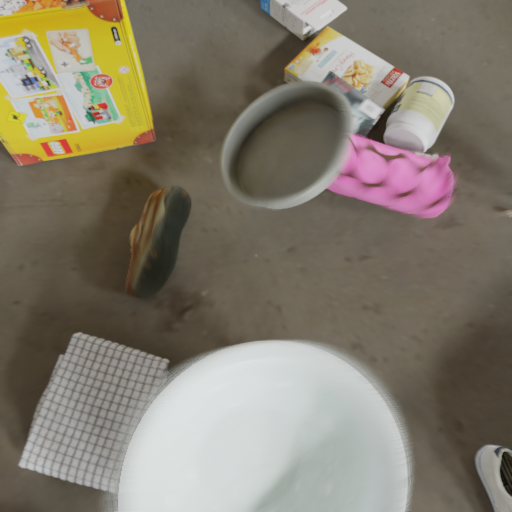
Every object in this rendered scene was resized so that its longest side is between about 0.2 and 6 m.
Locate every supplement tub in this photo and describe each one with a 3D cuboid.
[{"bbox_3d":[2.996,-2.549,10.387,0.945,0.945,1.304,27,69,11],"label":"supplement tub"}]

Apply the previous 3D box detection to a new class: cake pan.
[{"bbox_3d":[0.497,-1.745,9.038,2.337,0.429,2.337,-14,60,25],"label":"cake pan"}]

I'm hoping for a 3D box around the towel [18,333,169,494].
[{"bbox_3d":[-2.311,2.321,8.342,1.682,0.869,2.031,13,69,7],"label":"towel"}]

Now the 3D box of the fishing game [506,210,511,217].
[{"bbox_3d":[5.315,-1.397,8.845,2.012,2.810,0.437,10,57,11],"label":"fishing game"}]

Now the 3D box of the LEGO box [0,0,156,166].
[{"bbox_3d":[-3.298,-3.163,9.229,2.648,3.556,1.372,-11,69,-6],"label":"LEGO box"}]

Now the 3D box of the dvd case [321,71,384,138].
[{"bbox_3d":[1.336,-2.312,10.229,1.251,0.189,1.713,35,95,0],"label":"dvd case"}]

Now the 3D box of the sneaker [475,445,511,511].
[{"bbox_3d":[3.725,3.614,7.848,0.700,0.679,1.918,-22,68,-9],"label":"sneaker"}]

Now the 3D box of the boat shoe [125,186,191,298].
[{"bbox_3d":[-1.761,-0.255,9.585,0.740,0.758,2.005,7,69,36],"label":"boat shoe"}]

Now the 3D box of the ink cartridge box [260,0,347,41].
[{"bbox_3d":[0.977,-5.209,11.760,0.959,0.553,1.657,-40,72,-16],"label":"ink cartridge box"}]

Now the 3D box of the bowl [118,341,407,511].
[{"bbox_3d":[0.019,2.816,7.376,3.520,1.582,3.520,1,86,-11],"label":"bowl"}]

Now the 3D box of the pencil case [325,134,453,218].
[{"bbox_3d":[2.129,-1.434,9.508,2.356,1.104,1.069,12,23,-17],"label":"pencil case"}]

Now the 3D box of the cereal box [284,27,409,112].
[{"bbox_3d":[1.779,-3.522,11.103,2.037,0.403,1.465,36,71,14],"label":"cereal box"}]
